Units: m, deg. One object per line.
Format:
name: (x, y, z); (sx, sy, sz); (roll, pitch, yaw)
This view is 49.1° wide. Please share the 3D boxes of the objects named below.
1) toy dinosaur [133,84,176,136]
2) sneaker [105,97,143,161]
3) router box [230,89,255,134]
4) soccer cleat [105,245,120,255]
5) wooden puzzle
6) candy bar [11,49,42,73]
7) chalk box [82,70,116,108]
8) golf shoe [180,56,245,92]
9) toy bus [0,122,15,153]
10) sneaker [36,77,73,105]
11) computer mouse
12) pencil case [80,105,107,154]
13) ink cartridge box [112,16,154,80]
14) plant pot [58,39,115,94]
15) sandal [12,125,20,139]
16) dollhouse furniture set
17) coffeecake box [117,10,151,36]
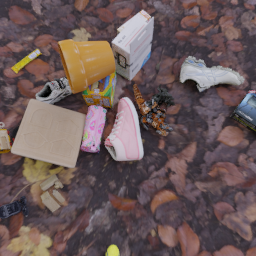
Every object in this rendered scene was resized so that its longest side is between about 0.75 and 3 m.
toy dinosaur: (1.061, -0.873, 11.663); (1.669, 1.256, 2.460); (-39, 97, 4)
sneaker: (-0.312, 0.068, 11.108); (1.365, 0.983, 2.611); (-8, 81, -22)
router box: (5.512, -0.553, 11.752); (1.879, 0.584, 1.408); (36, 75, 14)
soccer cleat: (-0.656, 5.025, 9.819); (0.553, 0.715, 1.710); (13, 72, 4)
wooden puzzle: (-3.046, 0.244, 11.142); (2.399, 0.600, 2.590); (17, 56, -13)
candy bar: (-4.636, -3.095, 12.868); (1.535, 0.170, 0.383); (-42, 80, -13)
chalk box: (-1.142, -1.983, 11.938); (1.184, 1.192, 1.910); (7, 72, 4)
golf shoe: (3.588, -2.116, 12.261); (2.717, 1.064, 1.321); (19, 90, 12)
toy bus: (-5.175, 0.505, 11.440); (1.037, 0.568, 1.099); (41, 40, -17)
sneaker: (-2.983, -1.710, 12.005); (2.150, 0.952, 0.797); (-41, 74, -14)
computer mouse: (-4.407, 3.138, 10.717); (1.125, 0.296, 0.779); (-15, 70, -17)
pencil case: (-1.391, 0.059, 11.443); (0.844, 0.844, 1.930); (8, 69, 3)
ink cartridge box: (0.194, -3.383, 11.593); (0.935, 2.755, 1.598); (35, 75, 11)
plant pot: (-1.507, -2.481, 10.658); (1.788, 1.953, 1.953); (-17, 72, -13)
sandal: (-3.430, 0.526, 11.369); (2.753, 0.620, 1.034); (25, 71, 7)
dollhouse furniture set: (-2.901, 2.537, 10.959); (0.885, 0.758, 0.931); (-36, 40, -12)
coffeecake box: (0.273, -4.400, 12.767); (1.553, 1.192, 0.567); (-41, 76, -13)
